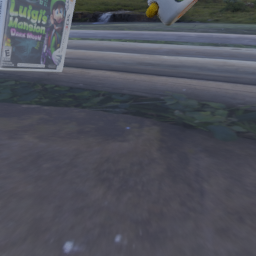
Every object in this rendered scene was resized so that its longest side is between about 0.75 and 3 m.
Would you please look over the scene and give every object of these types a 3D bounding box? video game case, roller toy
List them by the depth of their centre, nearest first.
[{"bbox_3d":[-2.140,-2.422,6.697,0.277,2.158,2.374,20,16,18],"label":"video game case"},{"bbox_3d":[1.372,-3.967,8.478,1.593,1.113,1.453,-38,6,44],"label":"roller toy"}]
